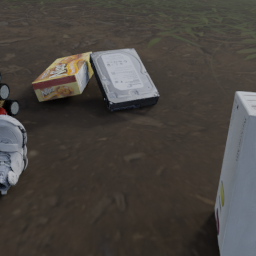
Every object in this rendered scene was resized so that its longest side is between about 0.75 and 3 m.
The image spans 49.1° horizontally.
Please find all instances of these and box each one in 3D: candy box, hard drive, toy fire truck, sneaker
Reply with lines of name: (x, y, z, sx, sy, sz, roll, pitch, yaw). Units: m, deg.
candy box: (-2.102, -1.856, 9.751, 1.474, 0.706, 2.554, -9, 30, 12)
hard drive: (-0.182, -1.688, 9.324, 1.699, 0.460, 2.431, -10, 56, -18)
toy fire truck: (-3.691, -0.310, 7.024, 1.310, 1.792, 2.036, 8, 55, 11)
sneaker: (-2.459, 0.581, 5.660, 0.608, 1.617, 0.929, 7, 39, -2)

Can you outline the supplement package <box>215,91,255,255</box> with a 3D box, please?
supplement package: (2.490, 0.814, 4.326, 1.875, 2.408, 1.335, 6, 21, 10)
